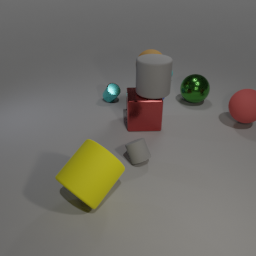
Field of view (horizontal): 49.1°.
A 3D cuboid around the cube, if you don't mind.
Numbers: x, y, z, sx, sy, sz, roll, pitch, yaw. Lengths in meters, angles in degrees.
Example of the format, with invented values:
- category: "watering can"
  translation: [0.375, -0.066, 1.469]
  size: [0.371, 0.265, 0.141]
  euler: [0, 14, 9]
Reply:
- category: "cube"
  translation: [0.654, -0.802, 11.741]
  size: [1.400, 1.400, 1.400]
  euler: [-1, 31, -2]

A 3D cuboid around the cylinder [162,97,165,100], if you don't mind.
- category: "cylinder"
  translation: [1.355, -1.652, 13.840]
  size: [0.700, 0.700, 0.700]
  euler: [-16, 34, -23]

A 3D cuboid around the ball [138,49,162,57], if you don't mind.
- category: "ball"
  translation: [1.058, -2.915, 12.955]
  size: [1.400, 1.400, 1.400]
  euler: [0, 31, 0]

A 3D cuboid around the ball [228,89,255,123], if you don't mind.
- category: "ball"
  translation: [4.850, -0.899, 11.455]
  size: [1.400, 1.400, 1.400]
  euler: [0, 31, 0]

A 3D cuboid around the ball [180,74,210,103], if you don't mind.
- category: "ball"
  translation: [3.222, -1.893, 13.498]
  size: [1.400, 1.400, 1.400]
  euler: [0, 31, 0]

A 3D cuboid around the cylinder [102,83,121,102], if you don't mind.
- category: "cylinder"
  translation: [-0.808, -1.720, 13.701]
  size: [0.700, 0.700, 0.700]
  euler: [12, 61, -22]

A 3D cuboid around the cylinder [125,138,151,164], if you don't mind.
- category: "cylinder"
  translation: [0.347, 0.780, 9.548]
  size: [0.700, 0.700, 0.700]
  euler: [-21, 4, 1]

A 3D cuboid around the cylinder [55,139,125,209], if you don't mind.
- category: "cylinder"
  translation: [-1.036, 1.267, 7.794]
  size: [1.400, 1.400, 1.400]
  euler: [26, 70, 37]

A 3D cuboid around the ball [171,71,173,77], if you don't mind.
- category: "ball"
  translation: [2.205, -3.127, 15.981]
  size: [0.700, 0.700, 0.700]
  euler: [0, 31, 0]

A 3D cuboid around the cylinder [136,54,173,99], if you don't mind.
- category: "cylinder"
  translation: [1.015, -2.059, 11.086]
  size: [1.400, 1.400, 1.400]
  euler: [0, 31, 0]
